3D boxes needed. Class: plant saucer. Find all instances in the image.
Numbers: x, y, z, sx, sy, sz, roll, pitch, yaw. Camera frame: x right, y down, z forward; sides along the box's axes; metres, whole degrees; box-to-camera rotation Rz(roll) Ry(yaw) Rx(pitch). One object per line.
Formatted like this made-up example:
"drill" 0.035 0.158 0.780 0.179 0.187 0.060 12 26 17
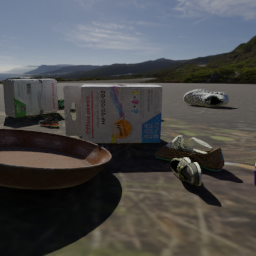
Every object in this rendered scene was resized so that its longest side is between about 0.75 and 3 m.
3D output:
"plant saucer" -1.783 0.526 5.264 2.914 0.502 2.914 9 6 -1

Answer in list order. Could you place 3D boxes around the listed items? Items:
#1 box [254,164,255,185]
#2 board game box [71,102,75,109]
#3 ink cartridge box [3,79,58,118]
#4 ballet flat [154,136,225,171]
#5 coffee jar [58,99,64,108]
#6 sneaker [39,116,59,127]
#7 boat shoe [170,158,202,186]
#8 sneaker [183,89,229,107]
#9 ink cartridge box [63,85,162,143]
"box" 3.117 0.614 5.339 1.162 0.332 1.698 3 22 30
"board game box" -1.906 -1.521 15.568 1.893 0.825 2.566 4 13 22
"ink cartridge box" -4.485 -1.450 13.087 0.953 1.651 2.261 8 13 38
"ballet flat" 1.315 0.490 6.151 1.639 0.593 0.556 10 15 41
"coffee jar" -3.930 -1.300 15.308 0.571 0.467 1.095 11 16 43
"sneaker" -2.937 -0.265 10.452 0.889 0.364 0.343 5 12 22
"boat shoe" 1.057 0.795 5.166 0.345 0.412 1.153 -1 5 -4
"sneaker" 4.453 -1.692 16.311 2.605 0.979 1.056 5 21 28
"ink cartridge box" -0.489 -0.423 8.058 2.799 1.611 0.949 -1 11 -3
